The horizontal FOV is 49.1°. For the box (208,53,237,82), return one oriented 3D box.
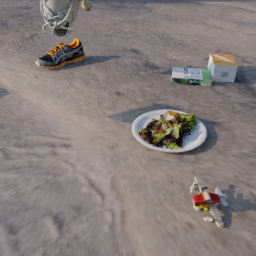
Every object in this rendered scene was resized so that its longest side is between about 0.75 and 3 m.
[{"bbox_3d":[3.442,-2.236,10.293,0.791,0.620,1.272,3,35,5],"label":"box"}]

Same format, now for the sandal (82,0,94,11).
[{"bbox_3d":[-1.344,-4.739,9.916,0.496,0.445,1.352,18,55,-28],"label":"sandal"}]

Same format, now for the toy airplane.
[{"bbox_3d":[1.471,1.360,5.223,0.770,0.546,0.774,43,29,-6],"label":"toy airplane"}]

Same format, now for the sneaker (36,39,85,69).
[{"bbox_3d":[-2.710,-2.964,11.193,2.139,0.826,0.837,-30,46,-34],"label":"sneaker"}]

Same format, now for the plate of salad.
[{"bbox_3d":[1.069,-0.055,7.254,1.939,0.466,1.939,1,35,0],"label":"plate of salad"}]

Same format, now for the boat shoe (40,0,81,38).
[{"bbox_3d":[-1.960,-3.181,7.822,1.062,1.226,2.875,13,-4,-12],"label":"boat shoe"}]

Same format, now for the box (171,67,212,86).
[{"bbox_3d":[2.279,-1.869,10.106,1.378,0.250,0.995,5,35,9],"label":"box"}]
